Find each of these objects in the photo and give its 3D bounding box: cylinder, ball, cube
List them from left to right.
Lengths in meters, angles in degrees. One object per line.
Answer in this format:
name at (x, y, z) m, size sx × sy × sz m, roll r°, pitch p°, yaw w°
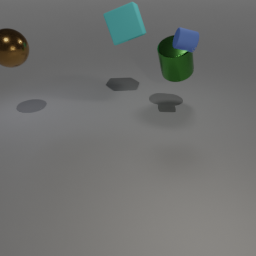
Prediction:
ball at (-4.384, -2.946, 10.351) m, size 1.400 × 1.400 × 1.400 m, roll 0°, pitch 29°, yaw 0°
cube at (-0.095, -4.670, 12.617) m, size 1.400 × 1.400 × 1.400 m, roll -17°, pitch 16°, yaw 14°
cylinder at (2.012, -2.897, 11.723) m, size 1.400 × 1.400 × 1.400 m, roll -8°, pitch 53°, yaw 11°
cylinder at (1.996, -3.048, 9.699) m, size 0.700 × 0.700 × 0.700 m, roll 11°, pitch 27°, yaw -10°
